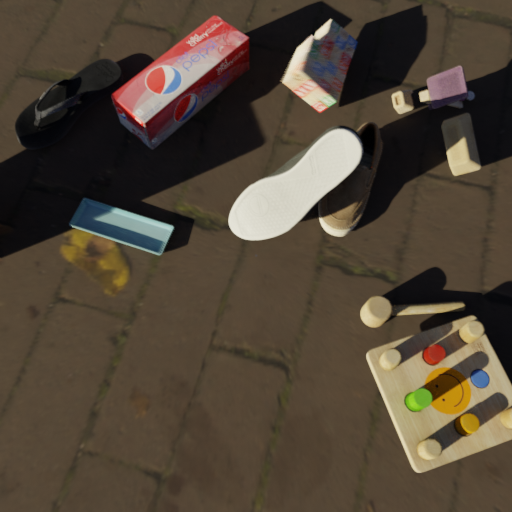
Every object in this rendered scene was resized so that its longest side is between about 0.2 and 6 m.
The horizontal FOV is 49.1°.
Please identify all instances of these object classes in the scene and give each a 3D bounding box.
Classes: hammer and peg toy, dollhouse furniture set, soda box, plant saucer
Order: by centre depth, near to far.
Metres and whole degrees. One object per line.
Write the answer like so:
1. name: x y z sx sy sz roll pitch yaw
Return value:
1. hammer and peg toy: 3.072 1.830 9.458 2.180 1.045 2.964 -16 68 -7
2. plant saucer: -2.622 -0.552 10.947 1.940 0.184 0.678 18 65 6
3. soda box: -1.522 -3.718 11.913 1.070 0.969 3.057 40 73 16
4. dollhouse furniture set: 4.075 -2.676 11.921 1.457 1.626 2.053 -10 88 -47

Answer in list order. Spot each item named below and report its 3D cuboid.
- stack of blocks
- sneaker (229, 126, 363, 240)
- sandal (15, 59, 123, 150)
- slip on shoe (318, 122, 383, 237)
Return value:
1. stack of blocks: 1.390 -4.143 11.946 1.070 0.544 1.859 33 62 -22
2. sneaker: 0.847 -1.346 10.478 3.004 1.490 1.062 -36 93 28
3. sandal: -4.083 -3.390 11.974 1.048 0.590 2.757 37 71 15
4. slip on shoe: 1.923 -1.562 11.095 0.936 0.746 2.462 25 69 10
